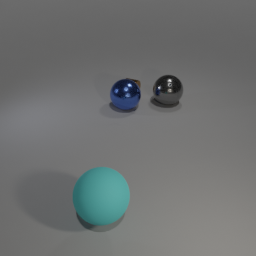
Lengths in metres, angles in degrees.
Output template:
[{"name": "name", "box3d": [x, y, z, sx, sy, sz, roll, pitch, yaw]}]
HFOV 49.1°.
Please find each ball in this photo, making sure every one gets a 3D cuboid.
[{"name": "ball", "box3d": [1.848, -1.754, 12.946, 1.400, 1.400, 1.400, 0, 32, 0]}, {"name": "ball", "box3d": [-0.114, -1.499, 12.570, 1.400, 1.400, 1.400, 0, 32, 0]}, {"name": "ball", "box3d": [-0.656, 1.665, 6.907, 1.400, 1.400, 1.400, 0, 32, 0]}]

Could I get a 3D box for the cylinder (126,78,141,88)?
[{"name": "cylinder", "box3d": [0.186, -2.131, 14.199, 0.700, 0.700, 0.700, 16, 36, 24]}]
